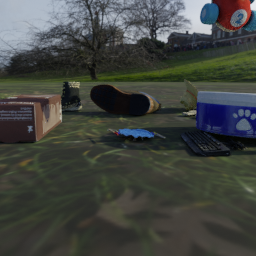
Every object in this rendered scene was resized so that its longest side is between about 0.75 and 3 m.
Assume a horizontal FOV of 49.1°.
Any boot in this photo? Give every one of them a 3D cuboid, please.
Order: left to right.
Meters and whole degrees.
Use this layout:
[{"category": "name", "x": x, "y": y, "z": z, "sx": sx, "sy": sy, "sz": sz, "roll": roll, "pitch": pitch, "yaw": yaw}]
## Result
[{"category": "boot", "x": -2.703, "y": -1.295, "z": 11.484, "sx": 1.607, "sy": 1.214, "sz": 0.580, "roll": -4, "pitch": 12, "yaw": -18}, {"category": "boot", "x": -0.086, "y": -1.057, "z": 11.244, "sx": 2.916, "sy": 1.089, "sz": 1.413, "roll": 19, "pitch": 10, "yaw": 31}]

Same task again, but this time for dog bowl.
[{"category": "dog bowl", "x": 2.984, "y": -0.389, "z": 7.114, "sx": 2.445, "sy": 0.963, "sz": 2.445, "roll": 3, "pitch": 8, "yaw": 0}]

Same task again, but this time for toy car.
[{"category": "toy car", "x": 2.760, "y": -3.322, "z": 6.703, "sx": 1.534, "sy": 1.472, "sz": 1.664, "roll": 1, "pitch": -12, "yaw": -15}]

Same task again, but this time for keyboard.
[{"category": "keyboard", "x": 1.870, "y": 0.289, "z": 6.214, "sx": 1.147, "sy": 0.186, "sz": 1.805, "roll": 0, "pitch": 12, "yaw": 0}]

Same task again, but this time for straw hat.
[{"category": "straw hat", "x": 2.631, "y": -1.178, "z": 11.838, "sx": 0.770, "sy": 1.820, "sz": 1.820, "roll": -41, "pitch": 8, "yaw": 8}]

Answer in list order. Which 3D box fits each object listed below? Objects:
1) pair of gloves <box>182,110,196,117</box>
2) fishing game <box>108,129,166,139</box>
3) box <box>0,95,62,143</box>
[{"category": "pair of gloves", "x": 2.601, "y": -0.491, "z": 10.133, "sx": 0.874, "sy": 0.180, "sz": 1.027, "roll": -13, "pitch": 15, "yaw": -37}, {"category": "fishing game", "x": 0.185, "y": 0.166, "z": 6.826, "sx": 1.280, "sy": 0.199, "sz": 0.917, "roll": 3, "pitch": 9, "yaw": -24}, {"category": "box", "x": -2.701, "y": -0.352, "z": 7.501, "sx": 1.292, "sy": 0.967, "sz": 2.580, "roll": 0, "pitch": 13, "yaw": -1}]
